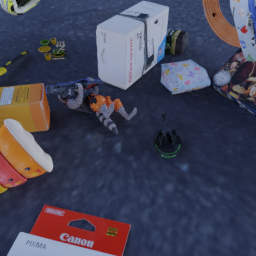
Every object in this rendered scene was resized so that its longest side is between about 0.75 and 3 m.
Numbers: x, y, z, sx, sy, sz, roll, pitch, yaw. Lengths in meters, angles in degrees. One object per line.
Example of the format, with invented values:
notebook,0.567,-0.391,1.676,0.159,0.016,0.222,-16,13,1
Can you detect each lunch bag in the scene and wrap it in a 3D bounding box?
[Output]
lunch bag,1.705,-1.485,8.481,1.071,0.803,1.263,-13,34,-16
lunch bag,2.362,-1.782,4.071,1.709,1.370,0.646,-30,29,-3

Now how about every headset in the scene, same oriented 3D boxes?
headset,0.949,0.178,6.868,0.692,0.527,1.121,-1,54,-2

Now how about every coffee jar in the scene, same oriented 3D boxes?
coffee jar,1.337,-3.292,10.434,1.771,0.756,0.924,16,45,16

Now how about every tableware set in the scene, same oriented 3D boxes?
tableware set,-2.877,-2.993,10.506,1.002,0.228,1.488,-6,44,-6

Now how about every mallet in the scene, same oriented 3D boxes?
mallet,-3.969,-1.800,9.047,0.983,0.614,2.985,17,42,18

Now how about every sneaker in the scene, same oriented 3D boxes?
sneaker,-1.887,-3.150,5.967,1.949,0.735,0.745,-49,53,7

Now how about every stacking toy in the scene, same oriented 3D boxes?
stacking toy,-2.714,0.904,5.823,1.977,1.445,1.445,-41,54,-12

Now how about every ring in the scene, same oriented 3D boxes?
ring,2.678,-3.019,6.520,2.249,2.249,0.216,-14,12,-15

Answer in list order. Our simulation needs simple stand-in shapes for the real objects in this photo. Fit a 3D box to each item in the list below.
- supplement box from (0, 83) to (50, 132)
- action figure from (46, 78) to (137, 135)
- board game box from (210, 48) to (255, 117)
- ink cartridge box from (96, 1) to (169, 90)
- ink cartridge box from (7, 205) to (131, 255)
supplement box,-3.585,-0.394,7.151,2.959,0.984,1.018,-8,43,-9
action figure,-1.135,-0.641,7.358,2.120,1.146,2.191,22,22,29
board game box,3.889,-1.205,7.695,1.838,0.469,2.713,-47,55,1
ink cartridge box,0.202,-2.693,8.983,1.072,1.841,2.547,25,48,24
ink cartridge box,-1.012,2.130,4.861,1.880,0.409,1.632,10,45,10
